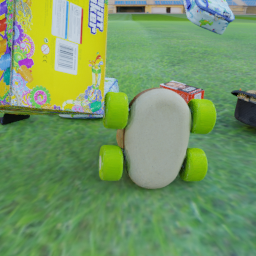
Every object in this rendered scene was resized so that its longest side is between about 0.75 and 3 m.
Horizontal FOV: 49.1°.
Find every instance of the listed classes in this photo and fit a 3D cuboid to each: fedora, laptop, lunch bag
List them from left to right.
[{"bbox_3d":[-3.625,-0.466,8.856,0.884,0.515,0.998,-20,32,-37],"label":"laptop"},{"bbox_3d":[-1.369,-1.113,9.742,1.887,0.968,2.348,1,24,10],"label":"lunch bag"},{"bbox_3d":[2.501,-3.845,8.920,1.442,0.740,1.794,17,47,-16],"label":"lunch bag"},{"bbox_3d":[3.809,-0.448,8.163,1.903,0.869,1.903,18,11,-4],"label":"fedora"}]

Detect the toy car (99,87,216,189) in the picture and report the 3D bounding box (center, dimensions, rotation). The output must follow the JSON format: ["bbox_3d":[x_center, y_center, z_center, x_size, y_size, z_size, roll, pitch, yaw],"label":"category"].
[{"bbox_3d":[0.377,0.000,6.487,2.133,2.049,2.597,3,14,-11],"label":"toy car"}]

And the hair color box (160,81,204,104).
[{"bbox_3d":[2.039,-1.362,10.774,0.802,0.484,1.580,-21,32,-36],"label":"hair color box"}]

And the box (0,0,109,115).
[{"bbox_3d":[-1.955,-1.735,5.177,2.798,2.905,1.772,3,0,40],"label":"box"}]

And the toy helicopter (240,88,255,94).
[{"bbox_3d":[4.338,-0.933,9.835,1.005,0.599,1.519,17,41,20],"label":"toy helicopter"}]
